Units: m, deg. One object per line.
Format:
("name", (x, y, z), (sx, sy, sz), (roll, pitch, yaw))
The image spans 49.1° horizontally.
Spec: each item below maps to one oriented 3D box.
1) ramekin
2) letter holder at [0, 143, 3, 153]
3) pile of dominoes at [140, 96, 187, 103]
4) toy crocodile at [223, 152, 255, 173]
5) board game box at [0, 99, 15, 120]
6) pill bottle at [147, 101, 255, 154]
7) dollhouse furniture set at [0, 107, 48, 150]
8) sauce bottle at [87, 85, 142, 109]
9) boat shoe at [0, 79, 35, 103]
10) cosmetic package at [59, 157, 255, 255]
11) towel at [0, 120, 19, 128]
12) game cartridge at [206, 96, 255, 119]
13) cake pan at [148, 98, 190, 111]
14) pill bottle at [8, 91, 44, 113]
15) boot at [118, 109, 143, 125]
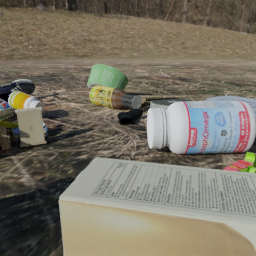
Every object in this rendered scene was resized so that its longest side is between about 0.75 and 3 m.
("ramekin", (-0.976, -2.070, 12.962), (1.829, 0.893, 1.829), (18, -15, 5))
("letter holder", (-3.632, 0.249, 6.569), (1.145, 0.814, 0.576), (10, 32, 29))
("pile of dominoes", (0.986, -1.204, 12.387), (2.540, 0.404, 1.980), (-2, 5, -23))
("toy crocodile", (2.106, 0.852, 5.397), (1.433, 0.442, 0.484), (-15, 22, -39))
("board game box", (-5.193, -0.607, 9.179), (1.638, 0.449, 2.594), (26, 21, 5))
("pill bottle", (1.697, -0.010, 6.811), (2.363, 1.285, 1.285), (-2, 17, -4))
("dollhouse furniture set", (-2.974, -0.141, 7.745), (1.377, 0.952, 1.459), (-9, 17, -22))
("sauce bottle", (-0.597, -1.239, 11.508), (2.709, 0.877, 0.877), (13, 21, 43))
("boat shoe", (-5.144, -1.517, 12.571), (1.198, 0.965, 2.584), (21, 35, 40))
("cosmetic package", (0.557, 1.130, 3.665), (2.546, 0.905, 1.339), (4, 17, 14))
("towel", (-3.785, -0.111, 7.430), (1.102, 0.231, 2.562), (4, -3, 3))
("game cartridge", (4.413, -0.772, 10.699), (1.787, 0.542, 2.680), (-12, 20, -24))
("cake pan", (1.736, -0.909, 11.358), (1.877, 0.344, 1.877), (0, 17, 0))
("pill bottle", (-3.520, -0.843, 9.751), (1.147, 0.637, 0.637), (20, 23, 22))
("boot", (0.088, -0.381, 9.591), (0.984, 0.364, 0.806), (-9, 16, -5))
